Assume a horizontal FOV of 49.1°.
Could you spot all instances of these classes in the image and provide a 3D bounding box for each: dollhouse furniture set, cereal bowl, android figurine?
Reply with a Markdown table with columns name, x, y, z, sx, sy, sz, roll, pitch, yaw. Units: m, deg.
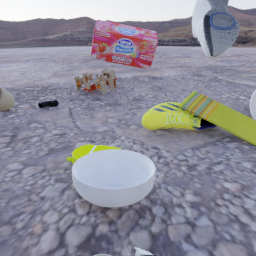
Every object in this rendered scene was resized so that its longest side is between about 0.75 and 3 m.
| name | x | y | z | sx | sy | sz | roll | pitch | yaw |
| --- | --- | --- | --- | --- | --- | --- | --- | --- | --- |
| dollhouse furniture set | -1.548 | -2.465 | 15.565 | 2.107 | 1.086 | 2.085 | 16 | 37 | 37 |
| cereal bowl | -0.290 | 1.113 | 5.899 | 1.733 | 0.722 | 1.733 | 0 | 21 | 0 |
| android figurine | -0.766 | 0.798 | 7.313 | 1.619 | 0.332 | 1.474 | 4 | 21 | 8 |

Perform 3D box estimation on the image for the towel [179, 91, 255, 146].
| name | x | y | z | sx | sy | sz | roll | pitch | yaw |
| --- | --- | --- | --- | --- | --- | --- | --- | --- | --- |
| towel | 3.120 | -0.334 | 9.222 | 2.790 | 0.252 | 1.201 | 30 | 45 | 21 |

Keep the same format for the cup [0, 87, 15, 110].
| name | x | y | z | sx | sy | sz | roll | pitch | yaw |
| --- | --- | --- | --- | --- | --- | --- | --- | --- | --- |
| cup | -5.264 | -1.159 | 11.910 | 0.987 | 0.987 | 0.706 | 20 | 0 | 42 |

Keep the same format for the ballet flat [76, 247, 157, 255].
| name | x | y | z | sx | sy | sz | roll | pitch | yaw |
| --- | --- | --- | --- | --- | --- | --- | --- | --- | --- |
| ballet flat | -0.021 | 1.955 | 3.858 | 1.825 | 0.621 | 0.624 | 2 | 10 | 4 |

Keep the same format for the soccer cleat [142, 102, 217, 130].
| name | x | y | z | sx | sy | sz | roll | pitch | yaw |
| --- | --- | --- | --- | --- | --- | --- | --- | --- | --- |
| soccer cleat | 1.903 | -0.343 | 9.590 | 2.832 | 0.916 | 1.184 | -5 | 26 | -13 |

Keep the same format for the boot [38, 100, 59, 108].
| name | x | y | z | sx | sy | sz | roll | pitch | yaw |
| --- | --- | --- | --- | --- | --- | --- | --- | --- | --- |
| boot | -3.527 | -1.051 | 12.356 | 0.775 | 0.287 | 0.635 | 7 | 18 | 37 |

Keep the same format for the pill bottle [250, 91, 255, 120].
| name | x | y | z | sx | sy | sz | roll | pitch | yaw |
| --- | --- | --- | --- | --- | --- | --- | --- | --- | --- |
| pill bottle | 6.008 | -0.936 | 10.089 | 2.913 | 1.647 | 1.647 | -12 | 23 | -27 |

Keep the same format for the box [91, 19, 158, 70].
| name | x | y | z | sx | sy | sz | roll | pitch | yaw |
| --- | --- | --- | --- | --- | --- | --- | --- | --- | --- |
| box | -0.168 | -3.497 | 11.760 | 2.610 | 1.301 | 1.246 | 10 | 38 | -7 |

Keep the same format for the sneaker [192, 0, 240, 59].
| name | x | y | z | sx | sy | sz | roll | pitch | yaw |
| --- | --- | --- | --- | --- | --- | --- | --- | --- | --- |
| sneaker | 2.479 | -3.048 | 8.379 | 1.090 | 1.274 | 2.926 | 14 | 55 | -8 |
